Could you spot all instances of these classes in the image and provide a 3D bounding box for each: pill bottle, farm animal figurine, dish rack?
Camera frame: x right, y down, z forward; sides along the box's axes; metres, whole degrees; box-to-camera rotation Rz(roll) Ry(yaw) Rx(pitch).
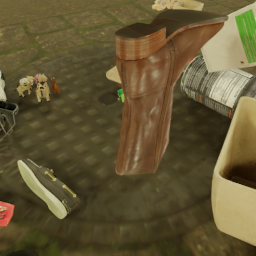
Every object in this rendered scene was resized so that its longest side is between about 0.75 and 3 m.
[{"bbox_3d":[3.297,-1.183,9.109,2.890,1.535,1.535,35,53,31],"label":"pill bottle"},{"bbox_3d":[-3.315,-1.601,10.118,1.503,0.756,1.214,18,46,18],"label":"farm animal figurine"},{"bbox_3d":[-4.657,0.138,8.331,1.960,0.697,2.556,11,45,12],"label":"dish rack"}]

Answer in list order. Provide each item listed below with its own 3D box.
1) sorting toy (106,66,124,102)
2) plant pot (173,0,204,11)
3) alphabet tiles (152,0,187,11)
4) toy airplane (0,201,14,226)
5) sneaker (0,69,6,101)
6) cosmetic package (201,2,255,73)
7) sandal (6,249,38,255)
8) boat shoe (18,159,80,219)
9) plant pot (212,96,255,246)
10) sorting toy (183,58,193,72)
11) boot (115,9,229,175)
[{"bbox_3d":[0.131,-1.775,10.590,1.840,0.366,2.490,28,46,20],"label":"sorting toy"},{"bbox_3d":[3.038,-5.894,14.492,1.170,1.037,1.172,31,50,29],"label":"plant pot"},{"bbox_3d":[1.542,-4.466,9.723,1.396,0.102,1.366,-15,2,35],"label":"alphabet tiles"},{"bbox_3d":[-4.069,2.241,6.194,2.877,0.529,2.877,5,44,-5],"label":"toy airplane"},{"bbox_3d":[-4.811,-1.550,10.120,0.706,0.700,1.949,-10,43,-16],"label":"sneaker"},{"bbox_3d":[2.769,-2.162,6.705,1.021,1.295,2.406,-25,11,-12],"label":"cosmetic package"},{"bbox_3d":[-2.736,2.897,5.552,1.859,0.419,0.698,-12,44,-16],"label":"sandal"},{"bbox_3d":[-2.019,1.396,7.011,2.007,0.716,0.604,37,49,26],"label":"boat shoe"},{"bbox_3d":[3.156,1.250,5.966,2.597,2.299,2.594,20,47,18],"label":"plant pot"},{"bbox_3d":[2.671,-2.621,11.532,1.281,0.310,2.275,23,47,22],"label":"sorting toy"},{"bbox_3d":[0.715,-0.564,4.963,2.492,2.673,0.859,-27,42,-31],"label":"boot"}]
